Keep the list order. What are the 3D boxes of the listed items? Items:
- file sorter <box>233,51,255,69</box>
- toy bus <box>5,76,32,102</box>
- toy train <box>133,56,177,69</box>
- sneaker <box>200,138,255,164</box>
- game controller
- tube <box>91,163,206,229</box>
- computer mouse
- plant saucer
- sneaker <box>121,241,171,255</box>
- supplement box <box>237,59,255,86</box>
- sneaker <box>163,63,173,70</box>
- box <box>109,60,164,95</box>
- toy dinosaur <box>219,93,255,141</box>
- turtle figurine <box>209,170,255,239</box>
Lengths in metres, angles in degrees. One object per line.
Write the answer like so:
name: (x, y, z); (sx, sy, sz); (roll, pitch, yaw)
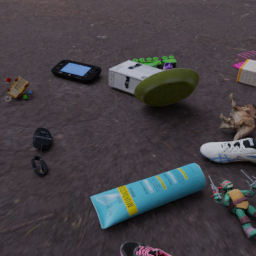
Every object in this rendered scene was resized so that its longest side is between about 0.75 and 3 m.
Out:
file sorter: (5.917, -3.330, 13.825); (1.092, 0.685, 0.759); (-20, 41, -24)
toy bus: (-4.570, -1.587, 11.611); (1.069, 1.009, 0.552); (-11, -5, -16)
toy train: (1.290, -3.157, 13.812); (2.316, 0.483, 0.653); (-8, 48, -10)
sneaker: (3.352, 0.631, 8.469); (2.280, 0.826, 0.819); (2, 38, 5)
game controller: (-2.432, -2.673, 13.119); (2.329, 0.490, 1.215); (16, 40, 22)
tube: (0.564, 1.690, 7.255); (2.911, 0.734, 1.127); (-16, 27, -14)
computer mouse: (-2.738, 0.735, 8.797); (0.597, 0.346, 2.036); (14, 36, -23)
plant saucer: (1.440, -1.351, 10.190); (2.420, 2.420, 0.376); (-8, 70, -10)
sneaker: (0.480, 2.683, 5.868); (1.397, 0.666, 0.552); (16, 41, 22)
supplement box: (6.045, -2.337, 12.473); (1.944, 0.715, 1.225); (23, 43, 27)
sneaker: (1.877, -2.558, 12.849); (0.566, 0.623, 1.408); (1, 38, -5)
box: (0.629, -2.023, 11.904); (2.633, 0.792, 1.536); (24, 39, 29)
toy dinosaur: (3.985, -0.256, 9.602); (1.421, 0.900, 2.097); (19, 50, -8)
turtle figurine: (2.778, 1.781, 6.922); (1.257, 0.845, 1.679); (-26, 58, -8)
